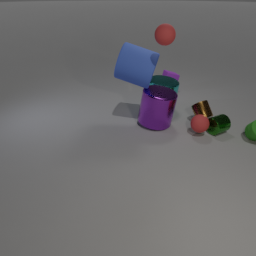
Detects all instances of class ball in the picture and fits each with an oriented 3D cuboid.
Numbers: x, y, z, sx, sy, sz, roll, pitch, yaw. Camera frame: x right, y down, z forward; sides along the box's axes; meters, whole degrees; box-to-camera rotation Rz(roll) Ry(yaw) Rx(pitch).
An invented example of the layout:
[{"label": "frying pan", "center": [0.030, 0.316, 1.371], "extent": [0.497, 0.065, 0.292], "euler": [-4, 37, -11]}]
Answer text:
[{"label": "ball", "center": [2.754, -0.168, 10.739], "extent": [0.700, 0.700, 0.700], "euler": [0, 28, 0]}, {"label": "ball", "center": [1.230, -3.095, 9.291], "extent": [0.700, 0.700, 0.700], "euler": [0, 28, 0]}]

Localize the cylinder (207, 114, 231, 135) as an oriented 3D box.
[{"label": "cylinder", "center": [3.523, -0.137, 10.971], "extent": [0.700, 0.700, 0.700], "euler": [-17, 32, -28]}]

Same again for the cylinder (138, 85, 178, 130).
[{"label": "cylinder", "center": [1.189, -0.845, 11.383], "extent": [1.400, 1.400, 1.400], "euler": [7, 31, -4]}]

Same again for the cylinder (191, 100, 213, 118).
[{"label": "cylinder", "center": [3.069, -0.704, 11.583], "extent": [0.700, 0.700, 0.700], "euler": [-19, -8, -3]}]

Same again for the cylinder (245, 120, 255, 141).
[{"label": "cylinder", "center": [4.776, 0.072, 10.315], "extent": [0.700, 0.700, 0.700], "euler": [0, -13, 0]}]

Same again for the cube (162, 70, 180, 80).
[{"label": "cube", "center": [2.207, -2.605, 14.825], "extent": [0.700, 0.700, 0.700], "euler": [11, 20, -18]}]

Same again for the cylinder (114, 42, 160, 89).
[{"label": "cylinder", "center": [0.334, -2.392, 10.756], "extent": [1.400, 1.400, 1.400], "euler": [19, 30, 1]}]

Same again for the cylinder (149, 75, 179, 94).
[{"label": "cylinder", "center": [1.499, -1.485, 12.613], "extent": [1.400, 1.400, 1.400], "euler": [5, 31, -3]}]
